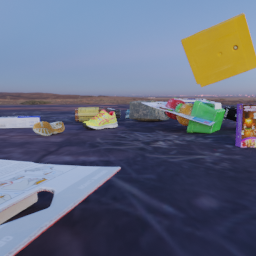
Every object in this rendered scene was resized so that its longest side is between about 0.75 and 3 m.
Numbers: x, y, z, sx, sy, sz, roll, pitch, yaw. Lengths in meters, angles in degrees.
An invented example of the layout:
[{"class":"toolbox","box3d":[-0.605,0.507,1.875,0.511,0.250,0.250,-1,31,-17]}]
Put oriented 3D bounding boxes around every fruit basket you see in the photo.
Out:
[{"class":"fruit basket","box3d":[1.674,-0.535,8.052,2.024,0.949,1.875,26,18,27]}]

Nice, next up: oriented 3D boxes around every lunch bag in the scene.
[{"class":"lunch bag","box3d":[0.949,-0.697,11.597,1.184,0.849,1.444,3,-1,44]}]

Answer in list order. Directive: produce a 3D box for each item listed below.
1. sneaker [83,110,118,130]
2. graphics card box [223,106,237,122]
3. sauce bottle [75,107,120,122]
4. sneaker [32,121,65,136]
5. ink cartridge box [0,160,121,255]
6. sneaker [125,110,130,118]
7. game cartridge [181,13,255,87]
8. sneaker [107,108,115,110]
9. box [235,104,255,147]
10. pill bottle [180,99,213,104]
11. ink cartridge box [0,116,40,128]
[{"class":"sneaker","box3d":[-0.852,-0.260,8.487,0.506,0.585,1.295,7,10,40]},{"class":"graphics card box","box3d":[3.560,-0.275,8.113,1.430,0.364,0.897,24,19,31]},{"class":"sauce bottle","box3d":[-1.175,-0.522,10.899,1.754,0.579,0.579,1,6,-5]},{"class":"sneaker","box3d":[-2.073,0.043,7.106,0.422,0.364,0.963,-12,-6,31]},{"class":"ink cartridge box","box3d":[-1.049,0.548,1.553,1.595,0.400,1.838,2,6,15]},{"class":"sneaker","box3d":[0.079,-0.689,13.508,0.365,0.406,0.940,0,6,4]},{"class":"game cartridge","box3d":[3.562,-2.922,10.896,2.424,2.137,0.393,-18,23,20]},{"class":"sneaker","box3d":[-1.257,-0.891,15.143,1.243,0.467,0.715,4,3,0]},{"class":"box","box3d":[2.659,-0.049,5.309,1.186,0.811,0.232,-1,6,-6]},{"class":"pill bottle","box3d":[2.997,-0.836,12.416,1.675,0.929,0.929,0,6,-7]},{"class":"ink cartridge box","box3d":[-3.631,-0.192,9.026,1.520,0.336,0.714,-1,7,-15]}]
